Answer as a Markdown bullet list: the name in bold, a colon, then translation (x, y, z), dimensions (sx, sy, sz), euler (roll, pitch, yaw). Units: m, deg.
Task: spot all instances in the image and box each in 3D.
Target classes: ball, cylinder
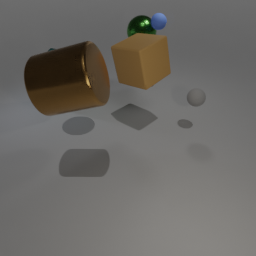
- **ball**: translation (1.346, -4.660, 12.266), dimensions (0.700, 0.700, 0.700), euler (0, 32, 0)
- **ball**: translation (0.648, -4.578, 13.227), dimensions (1.400, 1.400, 1.400), euler (0, 32, 0)
- **cylinder**: translation (-1.287, -1.060, 6.191), dimensions (1.400, 1.400, 1.400), euler (-9, 29, 16)
- **ball**: translation (2.580, -1.157, 10.591), dimensions (0.700, 0.700, 0.700), euler (0, 32, 0)

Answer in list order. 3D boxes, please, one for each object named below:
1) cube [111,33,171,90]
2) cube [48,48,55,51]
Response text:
- **cube**: translation (0.477, -2.364, 9.801), dimensions (1.400, 1.400, 1.400), euler (22, 47, 41)
- **cube**: translation (-3.028, -2.458, 12.314), dimensions (1.400, 1.400, 1.400), euler (15, 54, 23)
